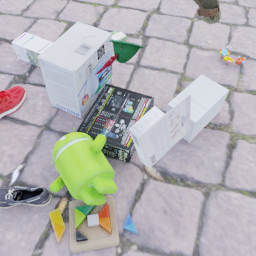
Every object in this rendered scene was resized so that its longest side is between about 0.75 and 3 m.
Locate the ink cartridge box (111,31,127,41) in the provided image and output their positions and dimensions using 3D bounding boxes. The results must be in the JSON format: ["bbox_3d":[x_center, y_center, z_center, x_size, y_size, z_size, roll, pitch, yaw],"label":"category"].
[{"bbox_3d":[-0.689,-5.130,15.593,0.771,0.254,1.060,-34,62,-23],"label":"ink cartridge box"}]

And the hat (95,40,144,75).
[{"bbox_3d":[-0.212,-2.339,9.872,1.226,1.302,1.480,4,15,-31],"label":"hat"}]

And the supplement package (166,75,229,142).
[{"bbox_3d":[2.804,-0.838,11.608,1.395,1.400,2.387,38,61,25],"label":"supplement package"}]

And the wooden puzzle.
[{"bbox_3d":[-1.189,3.133,9.304,2.726,0.319,1.839,-13,54,-10],"label":"wooden puzzle"}]

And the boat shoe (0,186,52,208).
[{"bbox_3d":[-3.841,2.272,9.694,2.286,0.717,0.831,1,53,1],"label":"boat shoe"}]

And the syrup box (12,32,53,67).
[{"bbox_3d":[-4.373,-3.767,14.046,2.632,1.036,1.072,25,57,18],"label":"syrup box"}]

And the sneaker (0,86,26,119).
[{"bbox_3d":[-5.512,-1.246,11.845,1.030,1.519,2.630,25,57,18],"label":"sneaker"}]

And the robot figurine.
[{"bbox_3d":[-1.569,1.315,9.725,2.452,1.617,2.795,-46,60,14],"label":"robot figurine"}]

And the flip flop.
[{"bbox_3d":[2.990,-4.422,10.581,0.920,2.269,0.653,8,85,27],"label":"flip flop"}]

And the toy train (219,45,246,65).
[{"bbox_3d":[5.291,-3.619,14.386,1.033,0.382,1.375,-20,59,-16],"label":"toy train"}]

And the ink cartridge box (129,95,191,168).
[{"bbox_3d":[1.083,0.076,8.705,1.980,2.247,0.502,-41,61,-12],"label":"ink cartridge box"}]

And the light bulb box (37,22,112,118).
[{"bbox_3d":[-2.061,-2.439,11.953,1.734,2.779,2.755,25,57,15],"label":"light bulb box"}]

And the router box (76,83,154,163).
[{"bbox_3d":[-0.449,-0.298,11.494,2.244,0.930,2.995,18,56,13],"label":"router box"}]
